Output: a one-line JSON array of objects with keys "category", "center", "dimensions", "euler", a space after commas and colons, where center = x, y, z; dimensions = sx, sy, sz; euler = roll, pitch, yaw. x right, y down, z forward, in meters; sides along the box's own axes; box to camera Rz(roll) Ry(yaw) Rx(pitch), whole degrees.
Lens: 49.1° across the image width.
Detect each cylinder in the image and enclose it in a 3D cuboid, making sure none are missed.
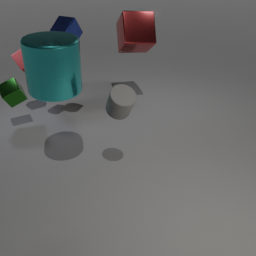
[{"category": "cylinder", "center": [-1.904, -1.584, 7.123], "dimensions": [1.400, 1.400, 1.400], "euler": [2, 33, -1]}, {"category": "cylinder", "center": [-0.200, -0.685, 7.462], "dimensions": [0.700, 0.700, 0.700], "euler": [7, 59, -12]}]

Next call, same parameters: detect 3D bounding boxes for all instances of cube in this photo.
[{"category": "cube", "center": [-4.382, -1.346, 10.629], "dimensions": [0.700, 0.700, 0.700], "euler": [-31, 61, -6]}, {"category": "cube", "center": [-4.087, -2.719, 11.212], "dimensions": [0.700, 0.700, 0.700], "euler": [-36, 3, -5]}, {"category": "cube", "center": [0.336, -4.213, 12.404], "dimensions": [1.400, 1.400, 1.400], "euler": [-4, -1, -14]}, {"category": "cube", "center": [-2.127, -3.356, 9.722], "dimensions": [0.700, 0.700, 0.700], "euler": [16, 70, 24]}]
